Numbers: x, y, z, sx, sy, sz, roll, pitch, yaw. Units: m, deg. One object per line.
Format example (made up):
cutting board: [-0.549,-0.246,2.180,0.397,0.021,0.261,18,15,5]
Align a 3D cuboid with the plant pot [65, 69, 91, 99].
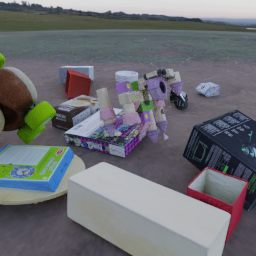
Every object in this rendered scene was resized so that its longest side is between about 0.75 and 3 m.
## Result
plant pot: [-2.380,-2.074,13.416,1.049,1.189,1.191,3,22,-21]

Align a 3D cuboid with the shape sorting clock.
shape sorting clock: [-2.519,1.065,6.976,2.900,0.569,2.900,1,18,0]

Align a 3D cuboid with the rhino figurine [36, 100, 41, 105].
rhino figurine: [-4.017,-0.965,11.644,1.549,0.463,0.677,16,18,35]

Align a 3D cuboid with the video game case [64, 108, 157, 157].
video game case: [-0.495,0.023,9.352,2.204,0.435,2.431,10,28,25]

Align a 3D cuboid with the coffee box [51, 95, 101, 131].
coffee box: [-1.849,-0.580,10.451,1.052,0.733,1.840,13,27,26]

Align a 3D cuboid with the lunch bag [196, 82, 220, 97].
lunch bag: [3.849,-1.873,13.559,0.897,0.571,0.761,-14,26,-15]

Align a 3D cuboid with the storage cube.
storage cube: [1.727,1.503,5.573,0.901,0.948,1.055,18,31,34]

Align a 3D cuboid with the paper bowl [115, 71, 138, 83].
paper bowl: [-0.067,-2.668,15.203,1.236,0.643,1.236,0,24,0]

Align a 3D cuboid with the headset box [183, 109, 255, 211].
headset box: [2.834,0.676,6.806,1.898,1.011,2.180,-19,45,-36]

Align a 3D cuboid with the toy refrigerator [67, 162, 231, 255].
toy refrigerator: [0.246,1.663,5.217,2.860,1.000,1.086,17,22,32]

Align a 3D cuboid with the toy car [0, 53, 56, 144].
toy car: [-3.792,-0.203,7.133,2.844,2.337,2.244,-47,6,-37]

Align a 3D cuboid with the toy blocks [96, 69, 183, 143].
toy blocks: [0.608,-0.461,8.237,2.322,1.955,2.170,-12,2,37]

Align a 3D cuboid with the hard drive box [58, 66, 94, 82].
hard drive box: [-2.768,-2.950,15.270,1.600,0.789,2.054,0,13,-1]

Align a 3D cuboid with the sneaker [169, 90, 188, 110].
sneaker: [2.330,-1.288,12.174,0.702,0.654,1.771,2,24,-6]
